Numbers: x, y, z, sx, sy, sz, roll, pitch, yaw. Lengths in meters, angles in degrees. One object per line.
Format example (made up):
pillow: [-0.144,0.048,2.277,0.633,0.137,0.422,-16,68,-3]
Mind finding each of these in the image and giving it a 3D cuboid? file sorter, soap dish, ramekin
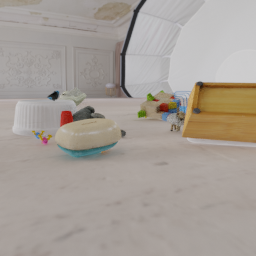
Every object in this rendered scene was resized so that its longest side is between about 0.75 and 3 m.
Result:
file sorter: [2.988,-1.463,16.731,1.283,1.134,1.849,6,22,34]
soap dish: [3.092,-0.497,8.383,2.725,1.107,2.144,4,41,17]
ramekin: [-3.093,-0.470,10.702,2.549,1.187,2.549,0,8,0]

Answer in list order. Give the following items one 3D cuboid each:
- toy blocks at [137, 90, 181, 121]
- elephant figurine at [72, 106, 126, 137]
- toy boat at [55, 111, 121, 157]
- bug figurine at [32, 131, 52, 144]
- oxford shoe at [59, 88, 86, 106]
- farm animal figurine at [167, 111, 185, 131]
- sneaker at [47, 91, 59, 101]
toy blocks: [1.935,-1.165,14.868,1.762,1.288,2.577,14,34,34]
elephant figurine: [-1.033,-0.105,9.324,1.547,1.094,1.200,24,50,33]
toy boat: [-1.198,0.216,7.391,1.778,0.983,2.116,-11,22,-38]
bug figurine: [-2.297,0.290,8.547,1.231,0.317,0.955,1,13,-20]
oxford shoe: [-2.907,-1.348,13.349,1.074,0.824,2.855,-43,3,22]
farm animal figurine: [2.915,-0.423,10.227,2.377,1.240,2.351,-3,9,-21]
sneaker: [-2.719,-1.203,10.232,0.301,0.337,0.823,27,11,-8]
